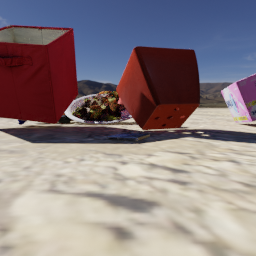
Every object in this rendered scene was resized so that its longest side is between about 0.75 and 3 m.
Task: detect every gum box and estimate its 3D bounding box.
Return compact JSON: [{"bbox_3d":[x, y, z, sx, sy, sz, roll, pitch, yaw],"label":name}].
[{"bbox_3d":[3.829,-0.893,9.178,0.740,1.270,2.238,-22,-3,7],"label":"gum box"}]

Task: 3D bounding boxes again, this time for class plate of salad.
[{"bbox_3d":[-0.907,-0.920,10.597,2.971,0.714,2.971,0,27,0],"label":"plate of salad"}]

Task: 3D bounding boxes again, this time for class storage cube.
[{"bbox_3d":[-2.923,-1.687,8.446,2.187,2.299,2.558,5,31,6],"label":"storage cube"}]

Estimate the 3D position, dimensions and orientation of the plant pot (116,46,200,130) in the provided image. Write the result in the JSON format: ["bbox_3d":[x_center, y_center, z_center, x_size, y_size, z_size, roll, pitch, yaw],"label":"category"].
[{"bbox_3d":[0.906,-0.921,7.515,1.798,1.584,1.796,-4,-29,-22],"label":"plant pot"}]

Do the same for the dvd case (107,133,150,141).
[{"bbox_3d":[0.022,0.177,5.830,0.637,0.068,0.857,2,6,22],"label":"dvd case"}]

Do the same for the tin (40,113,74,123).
[{"bbox_3d":[-2.860,-0.637,10.745,2.022,0.423,1.132,-4,38,-35],"label":"tin"}]

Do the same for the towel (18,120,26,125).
[{"bbox_3d":[-3.315,-0.509,9.234,0.654,0.219,0.885,-38,28,10],"label":"towel"}]

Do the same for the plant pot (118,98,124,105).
[{"bbox_3d":[0.157,-1.119,9.623,0.882,0.781,0.882,12,4,-1],"label":"plant pot"}]

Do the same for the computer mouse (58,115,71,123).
[{"bbox_3d":[-2.470,-0.379,9.782,0.405,0.235,1.382,-8,-9,20],"label":"computer mouse"}]
